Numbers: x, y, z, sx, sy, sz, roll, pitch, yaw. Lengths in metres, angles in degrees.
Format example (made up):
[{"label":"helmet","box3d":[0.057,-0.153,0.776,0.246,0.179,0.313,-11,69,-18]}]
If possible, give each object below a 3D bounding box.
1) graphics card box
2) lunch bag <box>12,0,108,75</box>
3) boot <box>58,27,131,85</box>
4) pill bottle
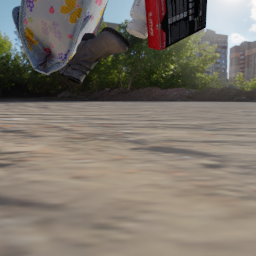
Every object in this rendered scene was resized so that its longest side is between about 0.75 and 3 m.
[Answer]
[{"label":"graphics card box","box3d":[1.382,-3.152,7.703,2.168,1.360,0.551,-34,42,-30]},{"label":"lunch bag","box3d":[-1.525,-2.818,6.759,1.719,2.704,2.293,23,33,-1]},{"label":"boot","box3d":[-0.599,-1.128,4.715,0.507,0.957,1.453,38,-12,-30]},{"label":"pill bottle","box3d":[0.535,-3.577,8.510,0.868,1.519,0.868,21,6,-2]}]
